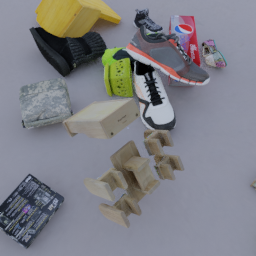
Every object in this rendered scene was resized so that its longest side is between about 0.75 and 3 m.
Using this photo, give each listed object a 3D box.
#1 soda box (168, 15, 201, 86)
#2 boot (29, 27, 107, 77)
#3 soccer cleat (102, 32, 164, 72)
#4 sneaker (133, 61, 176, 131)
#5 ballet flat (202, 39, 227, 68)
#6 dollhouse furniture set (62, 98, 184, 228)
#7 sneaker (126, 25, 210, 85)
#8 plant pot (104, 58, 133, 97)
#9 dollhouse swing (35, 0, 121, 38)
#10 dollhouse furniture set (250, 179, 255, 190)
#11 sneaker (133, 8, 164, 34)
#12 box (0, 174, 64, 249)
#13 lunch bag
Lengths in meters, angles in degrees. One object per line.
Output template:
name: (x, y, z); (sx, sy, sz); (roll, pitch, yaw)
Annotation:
soda box: (1.848, -2.700, 9.537); (0.891, 0.984, 2.811); (3, 51, 3)
boot: (-2.078, -2.964, 9.735); (1.843, 0.928, 2.465); (-37, 70, -17)
soccer cleat: (0.340, -2.502, 9.575); (2.514, 0.849, 1.019); (-25, 69, -16)
sneaker: (0.653, -0.974, 8.111); (0.942, 1.022, 2.555); (-19, 54, -5)
ballet flat: (2.935, -2.544, 9.766); (0.582, 0.565, 1.635); (-16, 46, 11)
dollhouse furniture set: (-0.203, 0.555, 5.914); (1.883, 2.148, 1.427); (-38, 23, -32)
sneaker: (1.266, -2.032, 7.790); (2.559, 1.048, 0.986); (23, 22, -9)
plant pot: (-0.297, -1.529, 8.698); (0.814, 0.897, 0.893); (-6, 52, 4)
dollhouse swing: (-1.940, -4.357, 11.213); (2.231, 2.158, 2.455); (-49, 57, 16)
dollhouse furniture set: (3.533, 1.236, 6.672); (0.749, 0.568, 0.854); (37, 60, 26)
sneaker: (0.794, -4.148, 10.833); (1.331, 0.758, 0.502); (28, 57, 20)
box: (-2.207, 1.803, 6.199); (1.024, 0.278, 1.278); (32, 57, 5)
lunch bag: (-2.299, -0.607, 7.867); (1.409, 0.982, 1.182); (-12, 50, -9)
